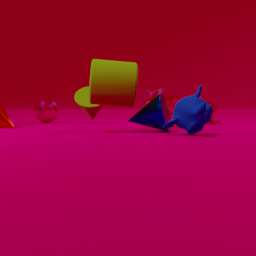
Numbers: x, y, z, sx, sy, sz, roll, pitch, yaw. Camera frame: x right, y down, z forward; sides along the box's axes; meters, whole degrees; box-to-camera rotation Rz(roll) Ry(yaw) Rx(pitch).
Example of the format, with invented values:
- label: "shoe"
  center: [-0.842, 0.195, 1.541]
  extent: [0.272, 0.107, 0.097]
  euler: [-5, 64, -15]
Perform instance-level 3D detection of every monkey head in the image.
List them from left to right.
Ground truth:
- label: "monkey head"
  center: [1.292, -0.358, 5.760]
  extent: [0.747, 1.240, 0.892]
  euler: [41, -5, 25]

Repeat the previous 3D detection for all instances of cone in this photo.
- label: "cone"
  center: [-3.662, -0.273, 7.937]
  extent: [1.153, 1.148, 1.148]
  euler: [28, 11, 12]
- label: "cone"
  center: [-1.407, -0.762, 10.957]
  extent: [1.242, 1.246, 1.242]
  euler: [1, 45, -1]
- label: "cone"
  center: [0.438, -0.270, 6.688]
  extent: [0.960, 0.956, 0.956]
  euler: [-13, 0, 17]

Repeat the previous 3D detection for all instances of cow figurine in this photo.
- label: "cow figurine"
  center: [0.940, -0.641, 8.365]
  extent: [1.333, 0.744, 1.355]
  euler: [-2, -25, -24]

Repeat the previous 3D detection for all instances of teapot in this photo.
- label: "teapot"
  center: [2.760, -0.573, 9.701]
  extent: [0.634, 1.295, 0.805]
  euler: [-35, 1, -24]

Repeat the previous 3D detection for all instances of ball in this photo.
- label: "ball"
  center: [-3.068, -0.656, 10.543]
  extent: [0.927, 0.927, 0.927]
  euler: [0, 4, 0]

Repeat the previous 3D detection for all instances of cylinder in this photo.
- label: "cylinder"
  center: [-0.345, -1.038, 6.552]
  extent: [1.036, 1.036, 1.036]
  euler: [4, 4, -5]
